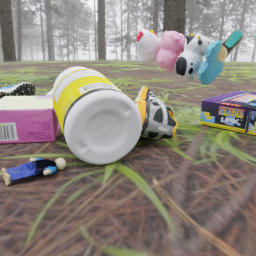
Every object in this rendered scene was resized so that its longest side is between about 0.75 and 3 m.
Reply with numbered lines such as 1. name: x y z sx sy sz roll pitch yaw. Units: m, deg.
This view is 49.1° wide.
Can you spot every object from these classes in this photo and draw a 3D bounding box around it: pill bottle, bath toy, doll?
1. pill bottle: -0.875 -0.474 6.396 1.544 1.544 2.701 -6 26 -20
2. bath toy: 1.201 -2.055 7.330 2.637 0.975 1.147 29 76 40
3. doll: -1.692 0.737 5.170 1.130 0.274 0.771 -11 20 -31

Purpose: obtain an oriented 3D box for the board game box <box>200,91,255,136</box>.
1. board game box: 3.951 -0.535 8.576 2.331 0.800 2.820 16 23 40

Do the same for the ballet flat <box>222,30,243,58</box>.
1. ballet flat: 3.236 -2.595 9.392 1.549 0.527 0.521 -41 -12 3

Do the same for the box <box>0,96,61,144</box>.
1. box: -2.702 -0.286 7.566 1.604 0.882 1.824 -2 17 -7

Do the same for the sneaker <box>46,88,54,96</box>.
1. sneaker: -3.387 -1.708 13.058 0.498 0.538 1.326 6 19 15

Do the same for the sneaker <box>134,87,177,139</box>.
1. sneaker: 0.658 -0.332 7.681 1.150 1.166 2.979 18 19 0

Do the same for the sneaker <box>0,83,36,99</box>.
1. sneaker: -4.706 -1.324 11.050 1.056 0.930 2.368 14 21 31
